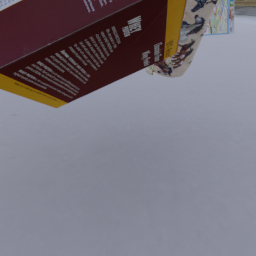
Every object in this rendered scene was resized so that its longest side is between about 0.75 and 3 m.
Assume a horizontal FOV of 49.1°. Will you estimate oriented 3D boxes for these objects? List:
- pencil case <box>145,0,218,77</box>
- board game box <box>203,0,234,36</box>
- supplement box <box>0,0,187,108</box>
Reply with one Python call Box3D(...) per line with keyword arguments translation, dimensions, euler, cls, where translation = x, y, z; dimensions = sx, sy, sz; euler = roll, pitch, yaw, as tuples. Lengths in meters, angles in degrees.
Box3D(translation=(1.180, -2.313, 6.218), dimensions=(1.141, 2.552, 0.993), euler=(-3, 43, -25), cls="pencil case")
Box3D(translation=(2.661, -3.619, 8.401), dimensions=(0.270, 1.576, 1.060), euler=(-19, 22, -30), cls="board game box")
Box3D(translation=(-0.721, -1.790, 4.412), dimensions=(2.678, 1.778, 2.641), euler=(-24, -5, 5), cls="supplement box")
